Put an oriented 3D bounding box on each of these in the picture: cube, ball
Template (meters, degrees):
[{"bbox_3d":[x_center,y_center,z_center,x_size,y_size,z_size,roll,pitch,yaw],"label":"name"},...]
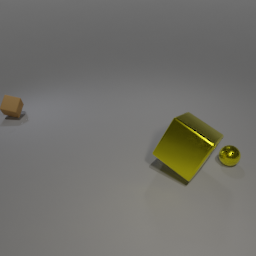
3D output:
[{"bbox_3d":[-5.076,-0.943,12.260,0.700,0.700,0.700,12,71,-5],"label":"cube"},{"bbox_3d":[3.405,0.921,9.386,0.700,0.700,0.700,0,29,0],"label":"ball"},{"bbox_3d":[1.877,0.516,8.697,1.400,1.400,1.400,37,25,18],"label":"cube"}]
